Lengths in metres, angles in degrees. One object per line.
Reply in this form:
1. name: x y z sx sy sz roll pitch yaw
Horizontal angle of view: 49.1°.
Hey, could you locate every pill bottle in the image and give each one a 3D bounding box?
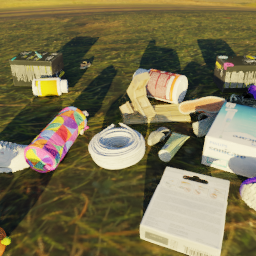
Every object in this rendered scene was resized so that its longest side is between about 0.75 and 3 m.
1. pill bottle: 1.503 -2.074 13.509 2.409 1.375 1.375 19 36 28
2. pill bottle: -3.861 -2.061 14.001 1.631 0.891 0.891 -3 31 -5

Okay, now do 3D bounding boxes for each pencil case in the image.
1. pencil case: -2.340 0.318 9.603 1.216 1.216 2.752 10 36 16

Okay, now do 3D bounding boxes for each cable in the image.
1. cable: -0.381 0.643 9.579 1.925 0.666 1.925 -27 36 -33

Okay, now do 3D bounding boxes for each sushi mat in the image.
1. sushi mat: 1.156 -0.616 12.249 2.920 0.177 1.397 -3 32 -5

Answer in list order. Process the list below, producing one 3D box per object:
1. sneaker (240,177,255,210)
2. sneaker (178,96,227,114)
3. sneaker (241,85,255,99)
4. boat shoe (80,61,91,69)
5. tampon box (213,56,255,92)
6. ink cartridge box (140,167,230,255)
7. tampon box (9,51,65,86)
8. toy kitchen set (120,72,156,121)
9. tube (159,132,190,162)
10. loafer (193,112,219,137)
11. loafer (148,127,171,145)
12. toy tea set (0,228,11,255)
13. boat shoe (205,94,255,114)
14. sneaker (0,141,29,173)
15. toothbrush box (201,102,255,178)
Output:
1. sneaker: 4.357 1.578 7.915 2.868 0.997 1.427 0 24 -7
2. sneaker: 3.166 -0.992 11.737 1.980 0.707 0.791 -2 13 29
3. sneaker: 5.879 -1.605 13.482 0.896 0.627 1.803 3 31 7
4. boat shoe: -2.729 -4.089 17.943 0.393 0.354 1.093 12 33 19
5. tampon box: 5.966 -2.897 14.836 2.329 1.470 1.746 -1 31 -2
6. ink cartridge box: 1.562 2.100 7.270 1.879 0.660 2.312 11 31 19
7. tampon box: -4.909 -3.246 15.406 2.339 1.476 1.753 5 31 8
8. toy kitchen set: 0.404 -1.149 11.268 1.209 1.337 1.482 -22 75 -23
9. tube: 1.638 0.600 10.018 0.513 0.459 1.769 49 37 0
10. loafer: 3.152 -0.333 11.152 0.674 0.673 1.928 -27 7 44
11. loafer: 1.163 0.300 10.459 0.439 0.440 1.258 12 31 33
12. toy tea set: -4.041 2.634 6.328 2.906 1.076 1.728 21 66 26
13. boat shoe: 4.696 -0.992 12.137 2.941 0.936 1.040 6 31 11
14. sneaker: -4.133 0.820 9.051 2.450 0.986 0.936 -7 28 -17
15. toothbrush box: 3.952 0.326 9.656 2.041 1.189 2.787 15 34 23
